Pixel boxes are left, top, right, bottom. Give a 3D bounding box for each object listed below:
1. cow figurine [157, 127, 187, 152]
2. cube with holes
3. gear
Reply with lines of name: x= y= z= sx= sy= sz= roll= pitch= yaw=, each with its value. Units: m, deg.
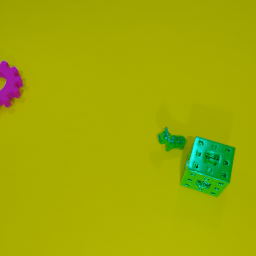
cow figurine: x=1.235 y=0.320 z=7.707 sx=0.886 sy=0.872 sz=0.486 roll=-2 pitch=60 yaw=-8
cube with holes: x=2.040 y=1.007 z=7.236 sx=1.012 sy=1.012 sz=1.012 roll=17 pitch=59 yaw=9
gear: x=-4.283 y=-1.357 z=8.826 sx=1.792 sy=0.331 sz=1.792 roll=2 pitch=61 yaw=-4
